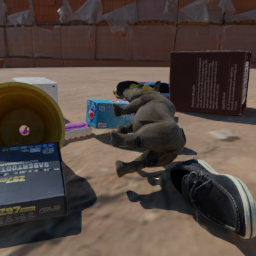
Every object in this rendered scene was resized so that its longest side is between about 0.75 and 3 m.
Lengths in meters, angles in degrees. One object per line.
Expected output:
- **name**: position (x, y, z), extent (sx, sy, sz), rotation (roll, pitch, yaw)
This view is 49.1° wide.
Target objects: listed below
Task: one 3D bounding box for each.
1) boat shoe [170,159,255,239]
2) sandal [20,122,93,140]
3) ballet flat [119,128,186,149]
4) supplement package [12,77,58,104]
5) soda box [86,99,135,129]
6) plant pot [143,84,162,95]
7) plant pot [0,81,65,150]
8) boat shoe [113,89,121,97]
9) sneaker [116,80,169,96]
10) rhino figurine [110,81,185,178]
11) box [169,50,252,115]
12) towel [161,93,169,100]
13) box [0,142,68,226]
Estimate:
- **boat shoe**: position (1.139, 0.960, 4.075), extent (0.642, 0.769, 2.061), rotation (-8, 11, -8)
- **sandal**: position (-2.194, -0.013, 7.673), extent (1.092, 0.659, 2.683), rotation (14, 17, 42)
- **ballet flat**: position (0.542, 0.162, 7.157), extent (1.876, 0.685, 0.685), rotation (2, 15, 9)
- **supplement package**: position (-3.618, -1.205, 10.831), extent (1.299, 1.349, 2.373), rotation (-6, 16, -27)
- **soda box**: position (-0.034, -0.414, 8.535), extent (2.369, 0.760, 0.804), rotation (1, 12, -32)
- **plant pot**: position (0.878, -1.004, 10.712), extent (0.847, 0.867, 0.842), rotation (37, 4, 37)
- **plant pot**: position (-2.258, 0.030, 5.890), extent (1.771, 1.771, 1.666), rotation (-4, 1, -16)
- **boat shoe**: position (-0.615, -1.919, 15.335), extent (0.424, 0.469, 1.316), rotation (-3, 5, 10)
- **sneaker**: position (0.873, -1.943, 14.624), extent (2.905, 0.958, 1.139), rotation (3, 5, 7)
- **rhino figurine**: position (0.372, -0.234, 5.859), extent (1.296, 0.886, 2.963), rotation (-9, 33, 5)
- **box**: position (3.483, -2.014, 11.804), extent (2.917, 2.420, 2.395), rotation (8, 17, 26)
- **towel**: position (1.466, -1.434, 13.466), extent (1.803, 0.438, 1.007), rotation (1, 16, 4)
- **box**: position (-1.923, 0.836, 4.362), extent (1.819, 0.464, 1.434), rotation (-5, 33, -16)
